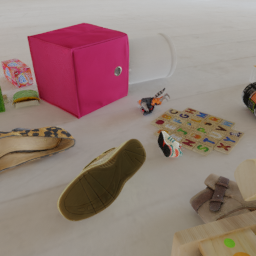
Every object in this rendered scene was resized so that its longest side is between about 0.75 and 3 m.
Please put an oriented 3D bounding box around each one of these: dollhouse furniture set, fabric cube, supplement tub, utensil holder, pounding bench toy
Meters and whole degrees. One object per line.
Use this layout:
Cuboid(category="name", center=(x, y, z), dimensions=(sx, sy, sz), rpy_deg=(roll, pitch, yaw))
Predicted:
Cuboid(category="dollhouse furniture set", center=(-4.205, -1.301, 10.209), dimensions=(1.801, 0.904, 1.180), rpy_deg=(-12, 34, -18))
Cuboid(category="fabric cube", center=(-1.700, -2.209, 10.200), dimensions=(2.513, 2.466, 2.505), rpy_deg=(26, 40, 34))
Cuboid(category="supplement tub", center=(4.570, -0.834, 9.400), dimensions=(0.971, 0.971, 1.586), rpy_deg=(-2, 33, -3))
Cuboid(category="utensil holder", center=(0.587, -2.875, 11.859), dimensions=(2.266, 1.925, 1.925), rpy_deg=(-16, 35, -19))
Cuboid(category="pounding bench toy", center=(1.751, 2.032, 2.940), dimensions=(1.823, 2.934, 2.289), rpy_deg=(-9, 32, -14))

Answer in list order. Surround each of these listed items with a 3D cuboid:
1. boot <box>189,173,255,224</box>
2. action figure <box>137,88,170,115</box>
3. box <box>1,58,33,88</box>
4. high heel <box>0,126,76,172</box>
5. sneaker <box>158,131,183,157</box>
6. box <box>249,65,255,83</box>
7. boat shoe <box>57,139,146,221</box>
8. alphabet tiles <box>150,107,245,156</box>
Cuboid(category="boot", center=(2.427, 1.445, 5.964), dimensions=(2.115, 0.743, 1.547), rpy_deg=(-26, 41, -34))
Cuboid(category="action figure", center=(0.862, -0.990, 9.880), dimensions=(1.188, 0.642, 1.228), rpy_deg=(-16, 23, 18))
Cuboid(category="box", center=(-4.783, -2.386, 12.074), dimensions=(0.744, 0.776, 1.558), rpy_deg=(-23, 40, -33))
Cuboid(category="high heel", center=(-2.713, 0.624, 6.937), dimensions=(2.040, 1.022, 2.862), rpy_deg=(4, 23, 19))
Cuboid(category="sneaker", center=(1.206, 0.476, 7.951), dimensions=(0.516, 0.388, 1.103), rpy_deg=(10, 28, -17))
Cuboid(category="box", center=(5.911, -2.018, 11.514), dimensions=(0.947, 0.742, 1.523), rpy_deg=(-8, 33, -13))
Cuboid(category="boat shoe", center=(-0.598, 1.156, 6.345), dimensions=(2.556, 0.946, 0.848), rpy_deg=(-33, 7, -40))
Cuboid(category="alphabet tiles", center=(2.151, 0.012, 8.878), dimensions=(2.655, 0.084, 2.210), rpy_deg=(23, 39, 32))
